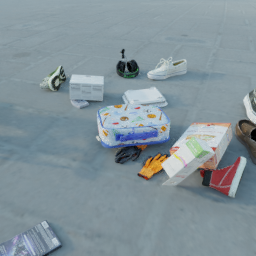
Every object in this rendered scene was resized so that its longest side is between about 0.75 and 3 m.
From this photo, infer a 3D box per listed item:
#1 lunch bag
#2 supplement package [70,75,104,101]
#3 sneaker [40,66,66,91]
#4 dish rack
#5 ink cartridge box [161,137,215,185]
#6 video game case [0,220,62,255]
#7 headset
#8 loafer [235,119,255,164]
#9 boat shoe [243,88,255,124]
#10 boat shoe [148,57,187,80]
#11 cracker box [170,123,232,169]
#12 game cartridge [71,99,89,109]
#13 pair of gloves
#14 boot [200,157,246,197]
[{"bbox_3d":[0.118,-0.064,9.584,2.487,0.940,1.993,-7,29,-10],"label":"lunch bag"},{"bbox_3d":[-1.793,-1.782,12.330,1.420,0.787,1.106,3,28,-6],"label":"supplement package"},{"bbox_3d":[-3.697,-2.470,13.694,0.941,0.817,2.125,-3,30,9],"label":"sneaker"},{"bbox_3d":[0.726,-1.354,12.252,1.766,0.384,1.515,-8,34,-11],"label":"dish rack"},{"bbox_3d":[1.499,0.921,7.478,0.854,1.459,0.491,17,34,-52],"label":"ink cartridge box"},{"bbox_3d":[-2.204,2.634,6.229,1.206,0.114,0.862,-23,39,-30],"label":"video game case"},{"bbox_3d":[-0.078,-3.420,14.980,1.202,0.915,1.947,-6,44,-11],"label":"headset"},{"bbox_3d":[4.249,0.286,9.249,0.836,0.812,2.289,-2,33,-2],"label":"loafer"},{"bbox_3d":[5.147,-0.860,10.707,0.997,0.981,2.766,18,32,-7],"label":"boat shoe"},{"bbox_3d":[2.090,-3.201,14.536,2.374,1.012,0.877,-14,35,-21],"label":"boat shoe"},{"bbox_3d":[2.350,0.483,8.816,1.337,0.576,1.996,1,27,34],"label":"cracker box"},{"bbox_3d":[-2.096,-1.079,12.021,0.540,0.166,0.811,-19,36,-33],"label":"game cartridge"},{"bbox_3d":[0.451,0.935,8.816,1.582,0.196,1.409,24,40,33],"label":"pair of gloves"},{"bbox_3d":[2.726,1.221,8.074,1.096,0.550,1.519,17,40,27],"label":"boot"}]
